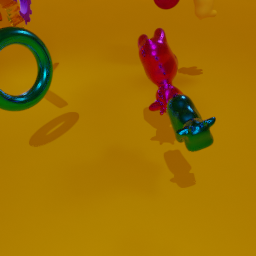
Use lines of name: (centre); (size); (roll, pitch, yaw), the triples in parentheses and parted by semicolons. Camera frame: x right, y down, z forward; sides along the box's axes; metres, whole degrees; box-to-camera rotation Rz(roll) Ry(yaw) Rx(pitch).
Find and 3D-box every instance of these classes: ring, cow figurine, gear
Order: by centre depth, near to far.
cow figurine: (1.040, -0.143, 4.886); (0.666, 1.194, 1.214); (-21, 69, 2)
ring: (-2.397, -1.243, 6.064); (0.362, 1.808, 1.808); (17, 37, 35)
cow figurine: (0.765, -1.238, 6.451); (0.930, 1.695, 1.668); (-15, 44, 20)
gear: (-3.082, -2.974, 6.491); (0.316, 1.710, 1.710); (-42, 50, -21)
cow figurine: (2.251, -4.044, 8.778); (1.254, 1.274, 0.699); (-15, 32, -24)
gear: (-3.556, -4.098, 9.111); (0.256, 1.386, 1.386); (0, 34, 6)

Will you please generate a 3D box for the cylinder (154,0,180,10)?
cylinder: (1.377, -4.929, 10.102); (0.990, 0.990, 0.990); (1, 40, 2)
